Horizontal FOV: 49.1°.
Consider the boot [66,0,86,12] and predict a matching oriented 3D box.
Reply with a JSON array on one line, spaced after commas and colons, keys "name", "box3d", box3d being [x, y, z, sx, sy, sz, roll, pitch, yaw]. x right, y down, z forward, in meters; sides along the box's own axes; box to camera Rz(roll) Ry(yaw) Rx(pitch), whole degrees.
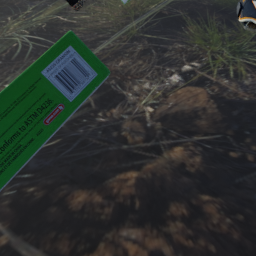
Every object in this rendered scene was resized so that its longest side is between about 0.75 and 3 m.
[{"name": "boot", "box3d": [-0.996, -2.640, 5.012, 0.336, 0.691, 0.918, 4, 70, 34]}]

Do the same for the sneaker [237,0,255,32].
[{"name": "sneaker", "box3d": [1.789, -1.783, 3.917, 0.614, 0.622, 1.566, 9, 51, -33]}]

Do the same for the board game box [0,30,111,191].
[{"name": "board game box", "box3d": [-1.607, 0.145, 3.576, 2.175, 0.573, 2.843, -51, 17, -22]}]

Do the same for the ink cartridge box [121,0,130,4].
[{"name": "ink cartridge box", "box3d": [0.048, -4.087, 8.005, 0.664, 0.383, 0.912, 49, 63, -8]}]
